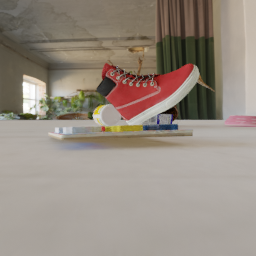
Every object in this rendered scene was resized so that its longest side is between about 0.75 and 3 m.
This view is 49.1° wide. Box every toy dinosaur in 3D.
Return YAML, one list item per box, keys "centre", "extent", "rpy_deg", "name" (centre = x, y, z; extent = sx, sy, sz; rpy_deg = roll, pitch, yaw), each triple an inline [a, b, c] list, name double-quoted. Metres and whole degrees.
- centre: [2.187, -1.562, 8.879]
  extent: [0.652, 1.227, 0.371]
  rpy_deg: [-17, -38, -13]
  name: "toy dinosaur"

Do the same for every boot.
- centre: [0.378, -1.269, 7.372]
  extent: [2.596, 1.873, 0.940]
  rpy_deg: [-32, 22, 35]
  name: "boot"

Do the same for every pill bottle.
- centre: [-0.784, -0.429, 9.722]
  extent: [0.739, 0.739, 1.310]
  rpy_deg: [-1, 1, -22]
  name: "pill bottle"

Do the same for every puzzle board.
- centre: [-0.243, 0.036, 3.484]
  extent: [1.340, 0.155, 1.778]
  rpy_deg: [-1, -1, -19]
  name: "puzzle board"

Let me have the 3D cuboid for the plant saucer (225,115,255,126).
- centre: [4.053, -0.249, 9.621]
  extent: [1.380, 0.350, 1.380]
  rpy_deg: [2, 2, 0]
  name: "plant saucer"

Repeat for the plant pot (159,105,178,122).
- centre: [1.198, -0.989, 10.535]
  extent: [1.235, 1.322, 1.235]
  rpy_deg: [0, -37, 0]
  name: "plant pot"

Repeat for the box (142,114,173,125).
- centre: [1.019, -0.276, 9.736]
  extent: [0.799, 0.419, 0.735]
  rpy_deg: [-1, 4, -41]
  name: "box"
